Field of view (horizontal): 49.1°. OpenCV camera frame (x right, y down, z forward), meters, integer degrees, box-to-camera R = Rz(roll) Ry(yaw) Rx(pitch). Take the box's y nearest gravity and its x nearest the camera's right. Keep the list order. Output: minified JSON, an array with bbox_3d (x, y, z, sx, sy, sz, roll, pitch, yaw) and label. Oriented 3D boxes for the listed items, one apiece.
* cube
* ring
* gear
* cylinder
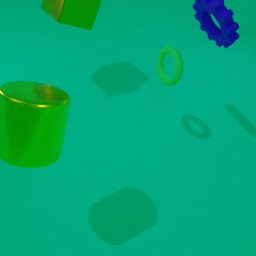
[{"bbox_3d":[-1.647,-3.777,8.243,1.202,1.202,1.202,-5,40,-45],"label":"cube"},{"bbox_3d":[1.081,-1.620,7.341,0.210,1.051,1.051,-12,54,-25],"label":"ring"},{"bbox_3d":[2.109,-2.586,6.771,0.255,1.381,1.381,-38,60,2],"label":"gear"},{"bbox_3d":[-1.691,-0.095,4.976,1.182,1.182,1.182,12,23,-5],"label":"cylinder"}]
